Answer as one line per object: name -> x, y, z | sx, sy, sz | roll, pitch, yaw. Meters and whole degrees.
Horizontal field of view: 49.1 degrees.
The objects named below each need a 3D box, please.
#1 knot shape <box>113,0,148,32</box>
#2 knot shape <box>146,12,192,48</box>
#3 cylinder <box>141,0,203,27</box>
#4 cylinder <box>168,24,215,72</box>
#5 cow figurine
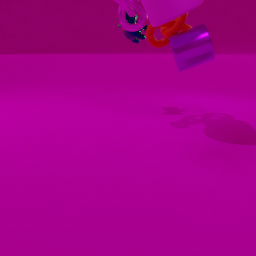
knot shape -> -0.042, -3.381, 7.667 | 0.593, 1.283, 1.201 | -15, -19, 43
knot shape -> 1.362, -3.005, 8.399 | 1.462, 0.675, 1.368 | -23, 1, 42
cylinder -> 0.916, -3.302, 6.607 | 1.322, 1.322, 1.322 | -25, 20, 10
cylinder -> 1.740, -2.191, 7.715 | 1.018, 1.018, 1.018 | -18, 13, 12
cow figurine -> 0.079, -3.358, 9.308 | 1.180, 0.658, 1.199 | 22, -7, -20
